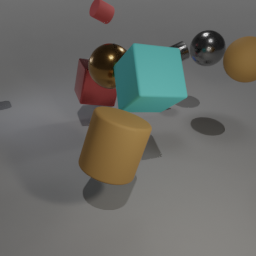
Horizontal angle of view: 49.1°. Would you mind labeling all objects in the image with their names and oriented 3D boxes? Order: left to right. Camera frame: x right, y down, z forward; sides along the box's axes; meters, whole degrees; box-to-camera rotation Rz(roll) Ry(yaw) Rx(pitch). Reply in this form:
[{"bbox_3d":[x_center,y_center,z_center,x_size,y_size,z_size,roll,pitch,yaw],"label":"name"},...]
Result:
[{"bbox_3d":[-1.234,-1.794,11.036,1.400,1.400,1.400,3,28,-23],"label":"cube"},{"bbox_3d":[-0.982,-4.393,10.551,0.700,0.700,0.700,14,17,-38],"label":"cylinder"},{"bbox_3d":[-0.543,-1.931,8.793,1.400,1.400,1.400,0,30,0],"label":"ball"},{"bbox_3d":[-0.315,0.385,6.602,1.400,1.400,1.400,17,16,-5],"label":"cylinder"},{"bbox_3d":[0.558,-1.279,7.620,1.400,1.400,1.400,-1,-13,-25],"label":"cube"},{"bbox_3d":[1.868,-2.829,10.631,0.700,0.700,0.700,-25,33,-1],"label":"cylinder"},{"bbox_3d":[3.180,-3.181,11.220,1.400,1.400,1.400,0,30,0],"label":"ball"},{"bbox_3d":[3.695,-2.124,8.722,1.400,1.400,1.400,0,30,0],"label":"ball"}]
